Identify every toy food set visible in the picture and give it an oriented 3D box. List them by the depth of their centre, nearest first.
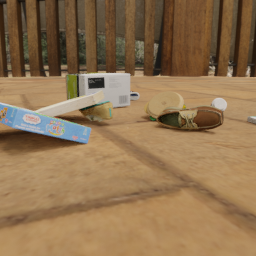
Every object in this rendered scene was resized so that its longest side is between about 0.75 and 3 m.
[{"bbox_3d":[1.474,-0.862,11.193,1.552,0.378,1.536,-31,44,-5],"label":"toy food set"}]

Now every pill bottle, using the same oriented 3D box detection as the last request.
[{"bbox_3d":[3.336,-0.806,10.327,0.538,0.538,0.966,3,-5,12],"label":"pill bottle"}]

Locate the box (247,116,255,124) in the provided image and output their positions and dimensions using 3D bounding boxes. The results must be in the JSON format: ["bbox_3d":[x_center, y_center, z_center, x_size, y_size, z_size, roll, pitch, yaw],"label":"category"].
[{"bbox_3d":[5.338,-0.295,10.656,1.208,0.220,0.872,-2,14,-12],"label":"box"}]

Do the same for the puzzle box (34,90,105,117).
[{"bbox_3d":[-2.421,-0.832,10.903,2.849,0.362,1.895,-15,11,9],"label":"puzzle box"}]

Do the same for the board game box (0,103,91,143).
[{"bbox_3d":[-2.819,-0.232,8.229,2.203,0.533,2.912,16,-3,-44],"label":"board game box"}]

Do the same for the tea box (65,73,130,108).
[{"bbox_3d":[-1.601,-2.000,14.621,2.565,1.714,2.523,-8,15,-31],"label":"tea box"}]

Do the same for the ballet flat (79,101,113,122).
[{"bbox_3d":[-1.275,-0.583,10.808,0.804,0.739,2.343,-21,11,-26],"label":"ballet flat"}]

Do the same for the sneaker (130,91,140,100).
[{"bbox_3d":[-0.210,-2.015,17.314,1.779,0.650,0.995,7,9,-4],"label":"sneaker"}]

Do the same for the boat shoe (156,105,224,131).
[{"bbox_3d":[1.997,-0.260,9.416,2.289,0.866,0.845,0,16,39],"label":"boat shoe"}]
